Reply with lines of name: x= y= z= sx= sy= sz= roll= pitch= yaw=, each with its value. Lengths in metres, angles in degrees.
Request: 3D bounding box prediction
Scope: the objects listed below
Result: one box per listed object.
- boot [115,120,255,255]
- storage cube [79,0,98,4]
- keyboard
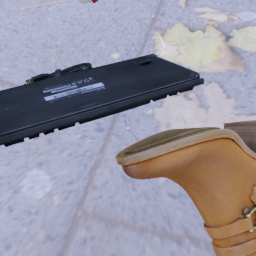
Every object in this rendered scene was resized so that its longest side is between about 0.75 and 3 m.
boot: x=1.086 y=0.936 z=3.448 sx=2.501 sy=0.922 sz=1.935 roll=-6 pitch=91 yaw=-26
storage cube: x=-0.725 y=-3.499 z=5.593 sx=1.414 sy=1.573 sz=1.345 roll=-41 pitch=31 yaw=0
keyboard: x=-0.528 y=-0.304 z=2.609 sx=2.157 sy=0.277 sz=1.295 roll=-18 pitch=32 yaw=-19
